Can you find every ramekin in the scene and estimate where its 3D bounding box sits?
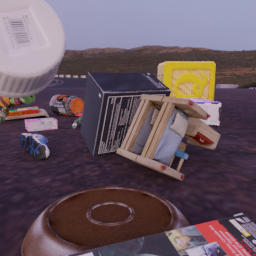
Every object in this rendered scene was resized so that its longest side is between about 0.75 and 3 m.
[{"bbox_3d":[-2.754,-2.104,6.793,2.525,2.525,1.231,-7,-8,-32],"label":"ramekin"}]

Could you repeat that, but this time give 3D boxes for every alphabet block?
[{"bbox_3d":[2.956,-2.175,14.931,2.623,2.637,2.686,-1,10,0],"label":"alphabet block"}]

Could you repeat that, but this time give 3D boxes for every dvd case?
[{"bbox_3d":[0.577,1.298,2.033,1.990,0.219,1.453,-3,22,-23],"label":"dvd case"}]

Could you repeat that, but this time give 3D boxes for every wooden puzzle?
[{"bbox_3d":[-4.927,-0.724,13.193,2.208,0.411,2.042,-4,11,-20],"label":"wooden puzzle"}]

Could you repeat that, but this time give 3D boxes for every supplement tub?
[{"bbox_3d":[-2.973,-1.107,13.697,1.616,0.990,0.990,8,13,36],"label":"supplement tub"}]

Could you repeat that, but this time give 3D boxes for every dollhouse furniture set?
[{"bbox_3d":[1.112,0.374,5.850,1.954,1.377,1.369,29,-8,-36],"label":"dollhouse furniture set"}]

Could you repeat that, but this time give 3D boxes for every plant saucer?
[{"bbox_3d":[-0.206,1.140,3.361,2.023,0.324,2.023,1,11,0],"label":"plant saucer"}]

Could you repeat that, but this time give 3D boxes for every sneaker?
[{"bbox_3d":[-2.177,0.377,6.809,0.549,0.540,1.426,-6,17,-36],"label":"sneaker"}]

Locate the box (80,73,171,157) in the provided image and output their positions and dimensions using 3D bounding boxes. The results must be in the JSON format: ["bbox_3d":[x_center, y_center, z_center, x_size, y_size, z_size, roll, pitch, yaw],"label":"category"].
[{"bbox_3d":[-0.135,-0.385,6.920,1.753,1.767,1.089,-6,37,-29],"label":"box"}]

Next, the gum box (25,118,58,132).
[{"bbox_3d":[-3.108,-0.140,10.142,1.088,0.360,0.617,-5,12,-27],"label":"gum box"}]

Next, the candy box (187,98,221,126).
[{"bbox_3d":[2.005,-0.692,11.470,2.692,0.963,2.258,-1,10,-10],"label":"candy box"}]

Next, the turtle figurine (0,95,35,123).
[{"bbox_3d":[-4.993,-1.200,10.849,2.372,1.761,2.447,-16,-28,29],"label":"turtle figurine"}]

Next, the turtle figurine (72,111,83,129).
[{"bbox_3d":[-1.576,-0.325,10.533,0.994,0.668,1.328,-1,5,-6],"label":"turtle figurine"}]
